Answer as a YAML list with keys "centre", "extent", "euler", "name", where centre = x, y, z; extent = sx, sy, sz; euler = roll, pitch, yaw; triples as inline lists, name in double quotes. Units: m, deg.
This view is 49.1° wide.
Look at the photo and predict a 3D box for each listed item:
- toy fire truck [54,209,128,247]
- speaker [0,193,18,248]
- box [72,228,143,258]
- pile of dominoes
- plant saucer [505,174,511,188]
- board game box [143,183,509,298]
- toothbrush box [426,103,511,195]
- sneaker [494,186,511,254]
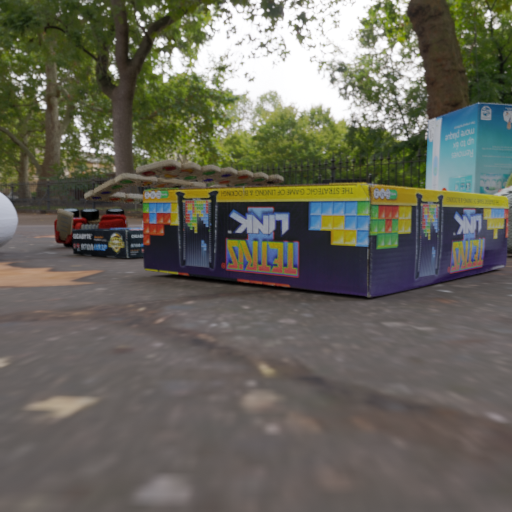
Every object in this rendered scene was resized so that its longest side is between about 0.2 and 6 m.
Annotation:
- centre: [-3.561, -0.592, 11.827]
  extent: [1.515, 1.107, 1.721]
  euler: [0, 15, -6]
  name: "toy fire truck"
- centre: [-4.749, -0.589, 9.079]
  extent: [1.259, 1.259, 3.100]
  euler: [-1, 4, -15]
  name: "speaker"
- centre: [-1.951, -0.262, 10.000]
  extent: [1.635, 0.473, 2.057]
  euler: [4, 5, 42]
  name: "box"
- centre: [-1.606, -1.398, 13.389]
  extent: [3.918, 0.624, 3.054]
  euler: [0, -11, -43]
  name: "pile of dominoes"
- centre: [5.860, -0.945, 10.280]
  extent: [2.457, 2.457, 0.382]
  euler: [1, -34, 15]
  name: "plant saucer"
- centre: [0.942, -0.277, 6.639]
  extent: [2.912, 0.999, 3.523]
  euler: [6, 7, 41]
  name: "board game box"
- centre: [4.604, -1.590, 11.889]
  extent: [1.223, 2.868, 2.100]
  euler: [0, 5, -10]
  name: "toothbrush box"
- centre: [5.074, -0.581, 9.077]
  extent: [3.014, 1.173, 1.238]
  euler: [-5, 11, -2]
  name: "sneaker"
